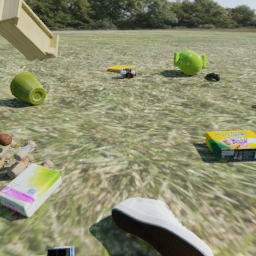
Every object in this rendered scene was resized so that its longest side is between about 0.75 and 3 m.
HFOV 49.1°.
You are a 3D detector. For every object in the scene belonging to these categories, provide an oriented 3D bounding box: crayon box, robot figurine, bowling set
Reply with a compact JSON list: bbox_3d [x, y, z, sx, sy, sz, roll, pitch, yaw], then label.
[{"bbox_3d":[2.869,0.442,7.430,1.293,0.377,1.116,-2,23,-4],"label":"crayon box"},{"bbox_3d":[3.494,-3.735,15.983,1.877,1.238,2.140,7,22,-6],"label":"robot figurine"},{"bbox_3d":[-2.502,0.524,6.429,1.590,1.107,0.854,7,24,7],"label":"bowling set"}]

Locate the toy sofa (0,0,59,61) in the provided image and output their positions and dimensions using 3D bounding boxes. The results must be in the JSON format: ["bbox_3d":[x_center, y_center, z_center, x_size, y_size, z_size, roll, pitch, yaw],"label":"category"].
[{"bbox_3d":[-3.117,-2.993,8.570,1.060,0.899,2.171,-5,-19,16],"label":"toy sofa"}]

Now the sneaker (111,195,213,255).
[{"bbox_3d":[0.621,1.538,4.521,1.858,0.676,0.786,19,32,40],"label":"sneaker"}]

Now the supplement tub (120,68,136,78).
[{"bbox_3d":[0.015,-2.982,15.170,0.829,0.508,0.508,-4,24,-7],"label":"supplement tub"}]

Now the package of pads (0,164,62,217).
[{"bbox_3d":[-1.930,1.195,5.552,0.782,0.345,1.012,13,39,26],"label":"package of pads"}]

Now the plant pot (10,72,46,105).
[{"bbox_3d":[-3.862,-1.481,11.121,1.174,1.174,1.131,-21,41,-40],"label":"plant pot"}]

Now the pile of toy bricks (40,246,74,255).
[{"bbox_3d":[-0.511,1.988,3.563,1.711,0.949,0.845,-6,-17,12],"label":"pile of toy bricks"}]

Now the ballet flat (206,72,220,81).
[{"bbox_3d":[4.530,-2.742,14.999,0.422,0.361,1.270,-24,19,1],"label":"ballet flat"}]

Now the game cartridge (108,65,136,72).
[{"bbox_3d":[-0.393,-3.568,16.940,1.359,0.220,1.198,12,26,30],"label":"game cartridge"}]
